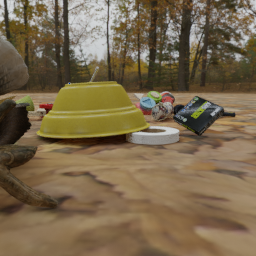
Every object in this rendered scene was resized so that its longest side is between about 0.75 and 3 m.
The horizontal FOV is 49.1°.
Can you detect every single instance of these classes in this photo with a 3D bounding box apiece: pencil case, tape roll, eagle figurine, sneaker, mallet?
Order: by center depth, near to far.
[{"bbox_3d":[-2.136,0.009,3.365,1.913,1.923,2.535,-27,25,-24],"label":"eagle figurine"},{"bbox_3d":[0.574,0.162,6.641,1.274,0.233,1.274,-1,9,0],"label":"tape roll"},{"bbox_3d":[1.344,-0.664,10.579,0.591,0.679,1.519,29,16,12],"label":"pencil case"},{"bbox_3d":[3.056,-0.633,11.464,2.522,0.519,0.831,4,4,-8],"label":"mallet"},{"bbox_3d":[1.817,-1.162,14.101,1.037,0.976,2.532,34,28,28],"label":"sneaker"}]

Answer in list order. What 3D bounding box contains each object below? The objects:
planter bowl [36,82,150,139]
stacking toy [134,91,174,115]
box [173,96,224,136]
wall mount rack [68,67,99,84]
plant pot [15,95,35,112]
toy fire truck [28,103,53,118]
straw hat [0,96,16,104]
[{"bbox_3d":[-0.903,-0.573,7.239,2.910,1.212,2.910,-3,8,0],"label":"planter bowl"},{"bbox_3d":[1.127,-1.320,12.555,1.631,0.689,1.477,-7,49,-22],"label":"stacking toy"},{"bbox_3d":[1.756,-0.329,7.016,0.922,0.219,0.891,-41,42,-13],"label":"box"},{"bbox_3d":[-1.330,-0.972,8.463,0.675,1.574,1.811,25,50,36],"label":"wall mount rack"},{"bbox_3d":[-4.670,-0.934,12.327,0.787,0.856,0.856,-23,21,-38],"label":"plant pot"},{"bbox_3d":[-3.247,-0.624,10.758,2.262,0.551,1.595,4,10,21],"label":"toy fire truck"},{"bbox_3d":[-4.186,-0.436,8.860,1.612,0.682,1.612,-20,10,4],"label":"straw hat"}]
